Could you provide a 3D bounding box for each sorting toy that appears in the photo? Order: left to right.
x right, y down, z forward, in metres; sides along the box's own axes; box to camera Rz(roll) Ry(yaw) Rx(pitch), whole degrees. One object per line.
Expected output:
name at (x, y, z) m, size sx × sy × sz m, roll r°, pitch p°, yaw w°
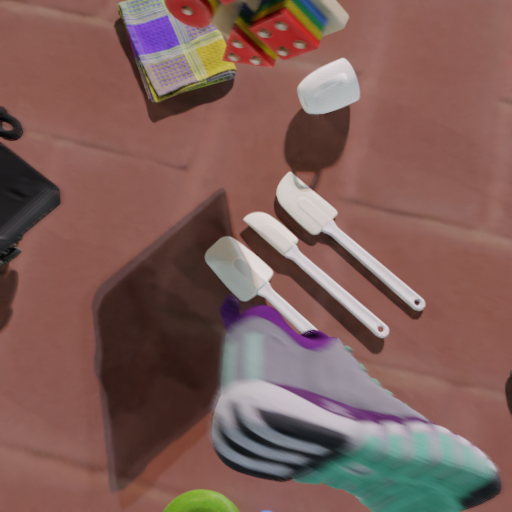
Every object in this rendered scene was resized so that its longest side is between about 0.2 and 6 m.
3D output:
sorting toy at (-0.199, 4.065, 7.222) m, size 2.533 × 1.040 × 1.522 m, roll 36°, pitch 78°, yaw 10°
sorting toy at (-0.174, -3.232, 7.313) m, size 1.939 × 1.927 × 0.675 m, roll 31°, pitch 73°, yaw -36°

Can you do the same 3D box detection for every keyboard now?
keyboard at (-3.396, -1.183, 6.387) m, size 2.697 × 0.346 × 1.619 m, roll 36°, pitch 71°, yaw 14°

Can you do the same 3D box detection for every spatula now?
spatula at (0.923, 0.340, 8.726) m, size 3.044 × 0.244 × 2.116 m, roll 43°, pitch 73°, yaw 10°

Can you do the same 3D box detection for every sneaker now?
sneaker at (1.115, 1.498, 5.506) m, size 1.308 × 3.514 × 1.538 m, roll -38°, pitch 38°, yaw 30°

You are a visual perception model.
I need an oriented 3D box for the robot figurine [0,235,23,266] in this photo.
robot figurine at (-4.710, 0.006, 8.490) m, size 1.982 × 0.796 × 2.734 m, roll 31°, pitch 77°, yaw 8°

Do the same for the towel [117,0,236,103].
towel at (-1.407, -3.811, 9.837) m, size 1.602 × 0.254 × 2.231 m, roll -19°, pitch 75°, yaw -4°

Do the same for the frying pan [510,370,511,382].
frying pan at (5.344, 3.263, 7.546) m, size 2.454 × 0.660 × 4.056 m, roll -2°, pitch 60°, yaw -19°

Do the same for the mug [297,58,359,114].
mug at (1.170, -2.744, 9.164) m, size 0.872 × 0.994 × 0.734 m, roll -24°, pitch 95°, yaw -2°
